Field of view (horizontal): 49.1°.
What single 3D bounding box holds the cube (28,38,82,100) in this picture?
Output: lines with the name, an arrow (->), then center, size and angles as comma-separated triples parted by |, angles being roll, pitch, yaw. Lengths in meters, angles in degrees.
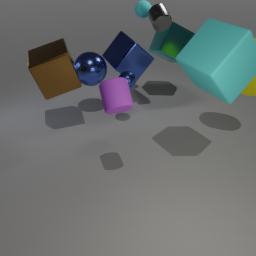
cube -> -2.636, -2.124, 10.067 | 1.400, 1.400, 1.400 | -21, 41, -3

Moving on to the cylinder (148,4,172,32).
cylinder -> 1.140, -3.950, 10.044 | 0.700, 0.700, 0.700 | -8, 58, -14

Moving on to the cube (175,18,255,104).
cube -> 2.418, -1.759, 7.396 | 1.400, 1.400, 1.400 | -50, 44, 4

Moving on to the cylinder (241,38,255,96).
cylinder -> 4.280, -2.064, 9.526 | 1.400, 1.400, 1.400 | -9, 50, 10

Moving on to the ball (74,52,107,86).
ball -> -1.565, -2.450, 11.634 | 1.400, 1.400, 1.400 | 0, 30, 0

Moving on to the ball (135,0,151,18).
ball -> 0.642, -4.972, 11.743 | 0.700, 0.700, 0.700 | 0, 30, 0

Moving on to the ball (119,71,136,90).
ball -> -0.035, -1.792, 10.575 | 0.700, 0.700, 0.700 | 0, 30, 0

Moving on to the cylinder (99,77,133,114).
cylinder -> -0.287, -0.762, 6.727 | 0.700, 0.700, 0.700 | -13, -9, -2

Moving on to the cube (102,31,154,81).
cube -> 0.000, -3.129, 12.398 | 1.400, 1.400, 1.400 | 26, 20, -46

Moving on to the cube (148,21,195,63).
cube -> 2.021, -3.933, 12.987 | 1.400, 1.400, 1.400 | 19, 8, -21
